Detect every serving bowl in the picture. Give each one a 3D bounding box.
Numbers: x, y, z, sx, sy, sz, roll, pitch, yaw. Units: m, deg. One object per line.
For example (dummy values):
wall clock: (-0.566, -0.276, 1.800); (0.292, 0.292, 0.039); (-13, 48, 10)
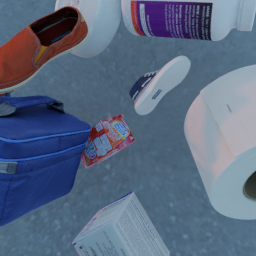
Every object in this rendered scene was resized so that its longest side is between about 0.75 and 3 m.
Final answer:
serving bowl: (-1.116, -2.792, 6.639); (2.138, 0.703, 2.138); (0, 90, 41)

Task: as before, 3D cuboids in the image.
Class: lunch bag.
lunch bag: (-2.113, 0.329, 5.713); (1.988, 2.926, 1.936); (27, 108, 20)

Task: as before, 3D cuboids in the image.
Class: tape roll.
tape roll: (2.732, 0.342, 5.788); (2.769, 2.769, 1.901); (-8, 43, -1)

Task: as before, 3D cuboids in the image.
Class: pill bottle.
pill bottle: (1.306, -2.686, 5.988); (2.681, 1.507, 1.507); (12, 83, 21)

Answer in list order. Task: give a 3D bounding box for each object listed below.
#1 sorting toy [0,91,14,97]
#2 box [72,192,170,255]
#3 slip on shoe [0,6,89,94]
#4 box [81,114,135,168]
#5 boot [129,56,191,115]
sorting toy: (-3.252, -1.201, 6.730); (0.439, 1.252, 2.596); (-19, 98, 11)
box: (-0.028, 2.406, 5.604); (0.933, 1.779, 1.636); (-32, 87, 14)
slip on shoe: (-1.812, -1.489, 5.173); (2.457, 0.752, 0.910); (-36, 78, -14)
box: (-0.617, 0.354, 6.922); (0.726, 1.520, 0.758); (-19, 79, -40)
boot: (0.661, -1.160, 6.652); (1.735, 0.631, 0.784); (-45, 45, 24)
